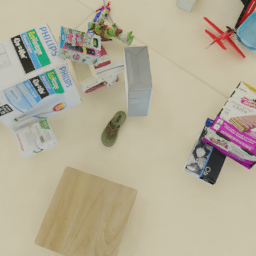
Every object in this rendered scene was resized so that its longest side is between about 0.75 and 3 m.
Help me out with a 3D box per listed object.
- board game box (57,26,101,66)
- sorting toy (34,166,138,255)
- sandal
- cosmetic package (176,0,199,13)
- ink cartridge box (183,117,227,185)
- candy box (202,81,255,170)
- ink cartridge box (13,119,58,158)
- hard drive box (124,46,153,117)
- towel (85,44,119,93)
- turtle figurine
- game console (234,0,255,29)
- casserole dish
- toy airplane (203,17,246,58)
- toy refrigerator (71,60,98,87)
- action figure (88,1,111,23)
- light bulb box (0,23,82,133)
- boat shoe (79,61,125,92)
[{"bbox_3d":[-1.548,-2.604,8.926,1.311,0.422,0.968,8,59,-22],"label":"board game box"},{"bbox_3d":[-1.310,3.000,9.469,2.621,0.918,2.637,17,70,7],"label":"sorting toy"},{"bbox_3d":[-0.578,-0.036,10.856,0.637,0.458,1.605,22,71,8],"label":"sandal"},{"bbox_3d":[2.987,-6.263,13.137,0.827,0.559,1.572,30,72,11],"label":"cosmetic package"},{"bbox_3d":[3.130,0.771,10.556,1.236,0.487,2.485,25,70,10],"label":"ink cartridge box"},{"bbox_3d":[4.322,-0.205,10.320,1.981,0.886,2.905,33,59,14],"label":"candy box"},{"bbox_3d":[-3.505,0.406,10.632,1.341,0.563,0.971,-25,71,-9],"label":"ink cartridge box"},{"bbox_3d":[0.337,-1.662,10.505,0.864,2.249,1.753,-4,70,-2],"label":"hard drive box"},{"bbox_3d":[-1.465,-2.600,11.948,1.523,0.240,2.114,-22,70,-7],"label":"towel"},{"bbox_3d":[-0.604,-4.473,11.947,1.973,1.464,2.035,29,64,7],"label":"turtle figurine"},{"bbox_3d":[5.047,-5.988,12.001,1.484,2.500,2.154,38,74,14],"label":"game console"},{"bbox_3d":[5.680,-4.271,12.396,1.374,0.440,2.269,41,73,9],"label":"casserole dish"},{"bbox_3d":[3.973,-3.890,11.883,2.623,0.482,2.623,13,55,-20],"label":"toy airplane"},{"bbox_3d":[-1.584,-2.253,9.749,0.572,0.527,1.506,-26,74,16],"label":"toy refrigerator"},{"bbox_3d":[-1.225,-5.246,12.874,0.521,0.411,1.592,26,69,14],"label":"action figure"},{"bbox_3d":[-3.549,-1.646,10.118,2.967,2.941,1.852,-26,71,-8],"label":"light bulb box"},{"bbox_3d":[-0.854,-2.068,11.282,2.305,0.817,0.805,-22,97,-10],"label":"boat shoe"}]
